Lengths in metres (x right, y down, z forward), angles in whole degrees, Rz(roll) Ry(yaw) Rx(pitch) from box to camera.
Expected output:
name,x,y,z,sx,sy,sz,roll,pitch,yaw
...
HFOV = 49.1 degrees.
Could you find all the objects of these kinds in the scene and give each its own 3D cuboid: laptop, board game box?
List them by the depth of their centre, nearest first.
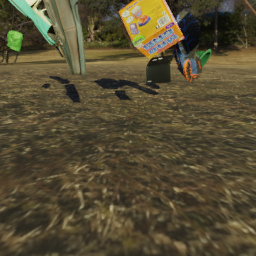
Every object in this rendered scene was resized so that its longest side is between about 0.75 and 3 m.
name,x,y,z,sx,sy,sz,roll,pitch,yaw
laptop,1.008,-1.816,8.654,0.796,0.464,0.898,0,41,27
board game box,0.772,-3.286,8.930,1.350,1.349,1.349,-28,-15,21

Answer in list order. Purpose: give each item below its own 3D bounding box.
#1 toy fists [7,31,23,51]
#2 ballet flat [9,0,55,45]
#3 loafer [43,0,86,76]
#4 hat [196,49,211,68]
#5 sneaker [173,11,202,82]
name,x,y,z,sx,sy,sz,roll,pitch,yaw
toy fists,-3.664,-2.843,9.021,0.372,0.552,1.082,12,14,-35
ballet flat,-3.142,-4.045,9.769,0.844,2.397,0.807,-39,18,16
loafer,-1.295,-2.105,5.431,0.763,2.426,0.872,-7,44,-7
hat,2.781,-3.140,11.970,1.143,1.076,1.299,44,-2,19
sneaker,2.016,-2.935,10.224,0.957,2.540,0.996,-25,37,-17
